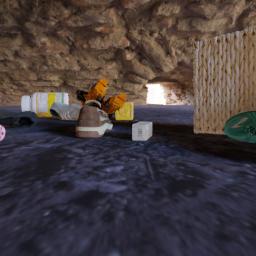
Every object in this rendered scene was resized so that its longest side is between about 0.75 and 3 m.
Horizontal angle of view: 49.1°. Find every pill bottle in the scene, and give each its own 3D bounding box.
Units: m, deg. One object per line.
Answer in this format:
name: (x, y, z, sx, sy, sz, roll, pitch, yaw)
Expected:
pill bottle: (-4.692, -1.316, 15.987, 2.490, 1.404, 1.404, -1, 6, -10)

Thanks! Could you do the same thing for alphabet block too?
alphabet block: (-0.174, -0.869, 14.176, 0.871, 0.876, 0.892, -1, 6, 6)

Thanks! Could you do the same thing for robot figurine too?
robot figurine: (-0.895, -0.915, 9.155, 1.505, 0.604, 2.076, 38, -18, -17)

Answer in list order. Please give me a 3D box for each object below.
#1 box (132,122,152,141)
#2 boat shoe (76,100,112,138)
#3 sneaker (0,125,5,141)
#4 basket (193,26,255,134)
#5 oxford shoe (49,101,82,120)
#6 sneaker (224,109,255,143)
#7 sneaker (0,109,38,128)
box: (0.388, 0.068, 7.359, 0.352, 0.430, 0.905, 2, 7, 15)
boat shoe: (-0.977, -0.352, 8.534, 1.001, 1.003, 2.711, 0, 6, -3)
sneaker: (-3.853, 0.062, 6.147, 2.609, 0.915, 1.070, 7, -6, 30)
basket: (3.536, -1.277, 8.296, 2.345, 2.916, 2.890, 3, 8, 41)
oxford shoe: (-2.868, -0.704, 13.676, 2.574, 0.968, 0.743, 13, 53, 31)
sneaker: (3.048, 0.047, 6.115, 0.826, 0.804, 2.075, -17, 16, -42)
sneaker: (-4.153, -0.298, 10.012, 1.796, 0.682, 0.815, -6, 17, -16)
